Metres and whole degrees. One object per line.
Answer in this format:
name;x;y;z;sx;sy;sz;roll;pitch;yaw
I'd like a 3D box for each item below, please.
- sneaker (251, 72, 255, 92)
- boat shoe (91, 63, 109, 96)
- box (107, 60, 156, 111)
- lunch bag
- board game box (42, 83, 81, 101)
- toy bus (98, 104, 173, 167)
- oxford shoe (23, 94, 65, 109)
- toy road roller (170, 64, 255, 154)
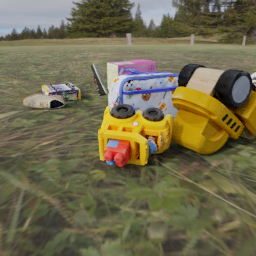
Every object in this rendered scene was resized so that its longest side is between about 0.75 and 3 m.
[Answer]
sneaker;5.368;-1.663;11.694;2.683;1.052;1.065;-22;23;-24
boat shoe;-0.859;-1.365;7.991;0.300;0.958;0.351;-16;20;18
box;0.139;-1.495;10.120;1.557;1.770;0.856;-11;23;-27
lunch bag;0.600;-0.748;7.997;2.290;1.835;0.865;-8;21;-23
board game box;-2.927;-1.559;12.222;1.356;0.465;1.640;-11;23;-22
toy bus;0.114;0.314;6.384;1.677;1.138;1.610;6;34;9
oxford shoe;-3.128;-0.971;10.519;1.527;0.541;0.564;-7;24;-19
toy road roller;2.268;-0.224;7.385;2.867;2.093;1.762;32;-3;-38
